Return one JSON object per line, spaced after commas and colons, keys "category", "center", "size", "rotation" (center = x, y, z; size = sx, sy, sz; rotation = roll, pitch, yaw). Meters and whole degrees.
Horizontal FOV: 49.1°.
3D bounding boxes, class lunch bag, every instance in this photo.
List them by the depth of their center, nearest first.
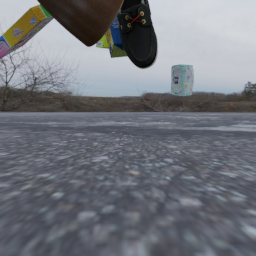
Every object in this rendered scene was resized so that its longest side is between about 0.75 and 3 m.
{"category": "lunch bag", "center": [1.864, -1.643, 9.589], "size": [0.765, 1.068, 1.254], "rotation": [3, 12, 14]}

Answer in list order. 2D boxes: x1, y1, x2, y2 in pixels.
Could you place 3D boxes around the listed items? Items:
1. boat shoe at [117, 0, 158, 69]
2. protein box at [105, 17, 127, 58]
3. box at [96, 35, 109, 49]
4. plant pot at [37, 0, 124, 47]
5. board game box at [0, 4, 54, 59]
{"category": "boat shoe", "center": [0.158, -3.045, 7.860], "size": [1.038, 2.837, 0.889], "rotation": [-13, -12, 12]}
{"category": "protein box", "center": [-0.114, -2.944, 9.003], "size": [1.061, 1.069, 0.721], "rotation": [-9, -20, -13]}
{"category": "box", "center": [-0.242, -3.629, 10.776], "size": [2.071, 1.263, 0.494], "rotation": [-8, 23, -44]}
{"category": "plant pot", "center": [-1.264, -3.021, 6.194], "size": [1.826, 1.707, 1.707], "rotation": [25, -10, -31]}
{"category": "board game box", "center": [-2.870, -2.771, 7.880], "size": [1.925, 0.388, 1.473], "rotation": [-28, 22, 27]}
